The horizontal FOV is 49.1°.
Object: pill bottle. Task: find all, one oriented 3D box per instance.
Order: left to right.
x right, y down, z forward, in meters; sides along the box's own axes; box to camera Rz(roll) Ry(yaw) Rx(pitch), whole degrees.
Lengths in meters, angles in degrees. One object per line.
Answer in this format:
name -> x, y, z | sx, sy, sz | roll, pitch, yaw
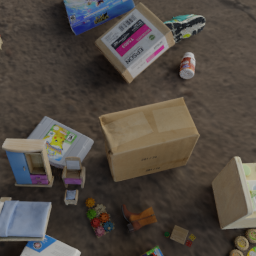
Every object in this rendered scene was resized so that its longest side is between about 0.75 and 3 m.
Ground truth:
pill bottle -> 2.407, -2.532, 11.295 | 0.570, 0.570, 1.016 | 9, 61, 5

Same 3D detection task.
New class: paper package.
paper package -> 0.567, 0.446, 8.569 | 2.572, 2.452, 1.331 | -14, 62, -7

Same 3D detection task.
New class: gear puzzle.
gear puzzle -> -0.932, 2.680, 8.655 | 0.647, 0.164, 1.249 | -26, 64, -14

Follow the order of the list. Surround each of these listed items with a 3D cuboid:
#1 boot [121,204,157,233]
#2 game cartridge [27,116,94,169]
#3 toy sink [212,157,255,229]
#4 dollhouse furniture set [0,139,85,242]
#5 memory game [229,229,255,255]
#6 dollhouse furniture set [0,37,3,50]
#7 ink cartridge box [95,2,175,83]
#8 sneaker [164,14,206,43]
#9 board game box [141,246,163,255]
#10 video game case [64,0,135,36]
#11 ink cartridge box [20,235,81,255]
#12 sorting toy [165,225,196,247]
boot -> 0.326, 2.623, 8.603 | 0.938, 0.321, 0.883 | -20, 63, -12
game cartridge -> -2.440, 0.569, 9.706 | 2.111, 0.427, 1.407 | 25, 68, 13
toy sink -> 3.409, 1.861, 7.882 | 1.293, 2.309, 1.505 | -3, 60, -1
dollhouse furniture set -> -2.622, 1.829, 7.756 | 2.480, 1.714, 2.626 | 1, 40, 0
memory game -> 3.924, 3.921, 7.992 | 2.045, 0.130, 2.045 | 0, 61, 0
dollhouse furniture set -> -6.165, -3.678, 11.810 | 1.468, 0.764, 1.484 | -5, 61, -3
ink cartridge box -> 0.250, -3.379, 11.109 | 2.484, 0.933, 2.047 | -41, 66, 4
sneaker -> 2.071, -4.350, 12.244 | 2.622, 1.016, 1.044 | -19, 43, -15
board game box -> 0.539, 4.659, 7.291 | 1.928, 0.661, 2.333 | -25, 64, -11
video game case -> -1.438, -5.851, 12.645 | 2.908, 0.661, 2.635 | -22, 61, 6
ink cartridge box -> -2.433, 4.173, 7.469 | 1.370, 0.793, 2.358 | 21, 63, 11
sorting toy -> 1.559, 3.201, 8.343 | 0.875, 0.148, 0.422 | 16, 62, 24
